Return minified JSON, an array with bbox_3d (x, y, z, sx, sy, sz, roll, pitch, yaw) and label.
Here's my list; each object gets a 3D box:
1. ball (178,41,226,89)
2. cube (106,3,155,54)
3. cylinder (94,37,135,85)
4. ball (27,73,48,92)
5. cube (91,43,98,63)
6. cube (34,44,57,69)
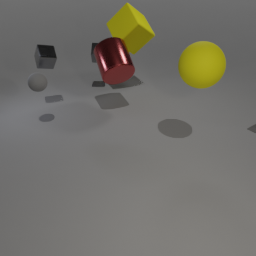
[{"bbox_3d":[2.230,-1.900,8.488,1.400,1.400,1.400,0,30,0],"label":"ball"},{"bbox_3d":[0.123,-4.561,12.991,1.400,1.400,1.400,11,49,-53],"label":"cube"},{"bbox_3d":[-0.570,-2.752,11.575,1.400,1.400,1.400,-12,70,-20],"label":"cylinder"},{"bbox_3d":[-3.319,-1.679,10.281,0.700,0.700,0.700,0,30,0],"label":"ball"},{"bbox_3d":[-1.426,-3.692,13.810,0.700,0.700,0.700,3,70,-1],"label":"cube"},{"bbox_3d":[-3.428,-2.946,11.627,0.700,0.700,0.700,-5,64,-31],"label":"cube"}]
